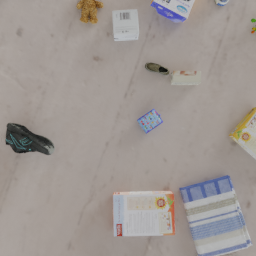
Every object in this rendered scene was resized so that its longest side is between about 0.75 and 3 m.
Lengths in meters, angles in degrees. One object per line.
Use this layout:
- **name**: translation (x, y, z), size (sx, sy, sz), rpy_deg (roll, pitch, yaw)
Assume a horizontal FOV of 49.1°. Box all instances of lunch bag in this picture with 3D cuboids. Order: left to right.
- **lunch bag**: translation (0.864, -0.286, 10.546), size (0.835, 0.393, 0.628), rpy_deg (-34, 92, 14)

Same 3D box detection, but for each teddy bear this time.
- **teddy bear**: translation (-1.480, -4.696, 10.795), size (1.024, 0.472, 1.412), rpy_deg (19, 88, -1)

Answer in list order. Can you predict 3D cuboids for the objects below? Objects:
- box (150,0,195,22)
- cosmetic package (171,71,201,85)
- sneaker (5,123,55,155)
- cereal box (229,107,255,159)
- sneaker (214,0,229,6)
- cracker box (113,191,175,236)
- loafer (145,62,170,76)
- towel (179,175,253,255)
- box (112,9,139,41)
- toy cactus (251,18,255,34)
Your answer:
- **box**: translation (1.892, -5.279, 10.676), size (1.491, 0.519, 2.504), rpy_deg (23, 90, -11)
- **cosmetic package**: translation (2.192, -1.905, 10.652), size (1.058, 0.547, 0.462), rpy_deg (1, 88, -1)
- **sneaker**: translation (-3.619, 0.576, 10.250), size (2.276, 0.858, 0.902), rpy_deg (23, 93, 26)
- **cereal box**: translation (5.121, 0.422, 10.625), size (2.063, 0.408, 1.485), rpy_deg (43, 88, 1)
- **sneaker**: translation (4.015, -5.573, 10.670), size (0.693, 0.766, 1.799), rpy_deg (27, 87, 0)
- **cracker box**: translation (0.571, 3.153, 10.404), size (2.249, 0.649, 1.506), rpy_deg (-1, 88, -1)
- **loafer**: translation (1.139, -2.310, 10.761), size (0.991, 0.345, 0.373), rpy_deg (15, 88, 1)
- **towel**: translation (3.281, 3.363, 10.569), size (2.070, 0.335, 2.818), rpy_deg (-16, 86, 1)
- **box**: translation (-0.091, -3.907, 10.679), size (0.963, 0.633, 0.968), rpy_deg (-4, 88, 0)
- **toy cactus**: translation (5.254, -3.982, 10.813), size (1.120, 0.573, 0.924), rpy_deg (25, 69, 4)
